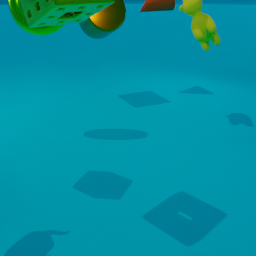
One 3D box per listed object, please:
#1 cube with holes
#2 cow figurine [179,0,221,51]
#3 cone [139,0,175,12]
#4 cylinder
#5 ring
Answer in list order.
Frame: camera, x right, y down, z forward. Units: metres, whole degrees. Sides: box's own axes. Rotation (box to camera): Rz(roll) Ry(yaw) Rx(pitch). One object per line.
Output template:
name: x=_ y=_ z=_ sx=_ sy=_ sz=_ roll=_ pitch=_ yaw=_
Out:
cube with holes: x=-0.922 y=-2.026 z=3.874 sx=0.919 sy=0.919 sz=0.919 roll=-23 pitch=14 yaw=-37
cow figurine: x=2.082 y=-3.083 z=8.075 sx=0.764 sy=1.369 sz=1.391 roll=-26 pitch=-27 yaw=22
cone: x=0.909 y=-4.593 z=10.321 sx=1.193 sy=1.189 sz=1.189 roll=-35 pitch=34 yaw=-6
cylinder: x=-0.924 y=-3.904 z=9.672 sx=1.380 sy=1.380 sz=1.380 roll=-10 pitch=10 yaw=-19
ring: x=-2.143 y=-3.137 z=6.877 sx=1.683 sy=1.683 sz=0.337 roll=4 pitch=7 yaw=8
